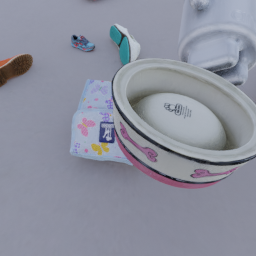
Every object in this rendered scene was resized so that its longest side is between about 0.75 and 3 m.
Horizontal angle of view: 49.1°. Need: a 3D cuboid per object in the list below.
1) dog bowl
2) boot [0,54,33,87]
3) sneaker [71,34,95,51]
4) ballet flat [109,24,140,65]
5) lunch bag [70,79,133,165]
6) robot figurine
[{"bbox_3d":[0.862,-0.107,4.545,2.480,0.915,2.480,10,41,-9],"label":"dog bowl"},{"bbox_3d":[-4.229,-2.140,9.681,0.985,0.689,1.837,31,55,32],"label":"boot"},{"bbox_3d":[-1.773,-3.316,10.826,1.072,0.512,0.425,18,50,16],"label":"sneaker"},{"bbox_3d":[0.010,-3.144,10.553,0.883,0.883,2.544,-13,48,-11],"label":"ballet flat"},{"bbox_3d":[-0.377,-0.155,7.382,1.872,1.403,2.207,6,55,8],"label":"lunch bag"},{"bbox_3d":[1.989,-2.239,6.035,1.666,2.503,2.951,-6,60,33],"label":"robot figurine"}]
